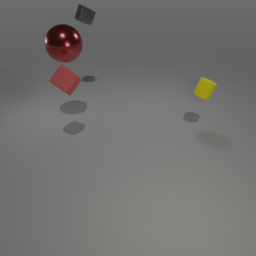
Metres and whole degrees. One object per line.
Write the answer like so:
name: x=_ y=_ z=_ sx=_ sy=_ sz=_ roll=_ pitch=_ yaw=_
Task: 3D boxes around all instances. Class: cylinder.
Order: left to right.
cylinder: x=3.120 y=-1.585 z=11.334 sx=0.700 sy=0.700 sz=0.700 roll=20 pitch=23 yaw=-9

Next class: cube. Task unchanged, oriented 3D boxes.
cube: x=-2.130 y=-1.630 z=9.606 sx=0.700 sy=0.700 sz=0.700 roll=36 pitch=-2 yaw=2
cube: x=-2.061 y=-5.415 z=13.420 sx=0.700 sy=0.700 sz=0.700 roll=11 pitch=22 yaw=-33

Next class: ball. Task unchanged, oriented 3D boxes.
ball: x=-2.408 y=-3.162 z=10.520 sx=1.400 sy=1.400 sz=1.400 roll=0 pitch=31 yaw=0
